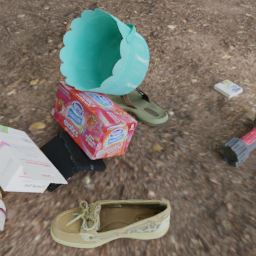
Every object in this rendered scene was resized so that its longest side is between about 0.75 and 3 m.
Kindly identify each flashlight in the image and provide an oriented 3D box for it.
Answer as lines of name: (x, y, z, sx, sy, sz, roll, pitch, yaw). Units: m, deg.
flashlight: (4.049, 0.212, 9.193, 2.565, 0.872, 0.868, -28, 43, -27)

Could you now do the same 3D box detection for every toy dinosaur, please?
toy dinosaur: (-2.775, -4.909, 14.004, 1.059, 2.468, 1.673, 11, 80, -23)

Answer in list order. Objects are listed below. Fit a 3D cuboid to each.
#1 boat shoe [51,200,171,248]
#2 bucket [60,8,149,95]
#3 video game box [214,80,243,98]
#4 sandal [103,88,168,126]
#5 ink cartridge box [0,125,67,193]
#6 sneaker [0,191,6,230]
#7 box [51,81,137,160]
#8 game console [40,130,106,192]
boat shoe: (-0.443, 2.217, 6.975, 2.994, 0.938, 1.097, -5, 43, -6)
bucket: (-0.710, -2.300, 9.013, 2.653, 2.653, 1.726, 36, 19, 32)
video game box: (4.172, -1.641, 11.666, 0.786, 0.202, 0.863, -26, 49, -22)
sandal: (0.287, -1.098, 10.601, 2.973, 0.848, 1.180, 30, 51, 28)
ink cartridge box: (-2.994, 0.979, 7.743, 2.514, 1.472, 0.846, 40, 95, 29)
sneaker: (-4.496, 2.408, 6.647, 2.964, 1.111, 1.335, -20, 40, -19)
box: (-1.196, -0.347, 9.158, 1.377, 1.318, 2.762, -4, 35, -44)
game console: (-1.824, 1.017, 8.819, 1.594, 1.055, 1.813, 7, 32, -39)
